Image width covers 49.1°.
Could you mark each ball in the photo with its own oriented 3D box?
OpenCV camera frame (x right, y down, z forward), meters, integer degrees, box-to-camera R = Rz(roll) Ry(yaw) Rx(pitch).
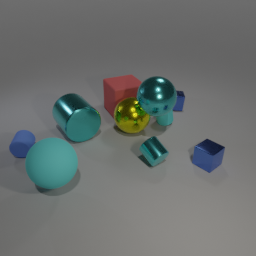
[{"bbox_3d":[-2.097,0.965,7.739,1.400,1.400,1.400,0,31,0],"label":"ball"},{"bbox_3d":[0.162,-0.486,10.687,1.400,1.400,1.400,0,31,0],"label":"ball"},{"bbox_3d":[0.988,-1.090,9.712,1.400,1.400,1.400,0,31,0],"label":"ball"}]

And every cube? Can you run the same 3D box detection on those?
[{"bbox_3d":[2.601,0.884,9.069,0.700,0.700,0.700,-25,39,-35],"label":"cube"},{"bbox_3d":[-0.170,-1.355,12.128,1.400,1.400,1.400,-13,33,-21],"label":"cube"},{"bbox_3d":[2.116,-1.247,12.560,0.700,0.700,0.700,7,28,0],"label":"cube"}]

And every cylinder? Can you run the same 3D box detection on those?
[{"bbox_3d":[1.467,-0.575,11.353,0.700,0.700,0.700,-8,42,7],"label":"cylinder"},{"bbox_3d":[-3.601,0.536,9.578,0.700,0.700,0.700,-1,34,-1],"label":"cylinder"},{"bbox_3d":[-1.933,-0.408,10.493,1.400,1.400,1.400,-18,37,-27],"label":"cylinder"},{"bbox_3d":[0.838,0.744,9.008,0.700,0.700,0.700,-23,63,-33],"label":"cylinder"}]
